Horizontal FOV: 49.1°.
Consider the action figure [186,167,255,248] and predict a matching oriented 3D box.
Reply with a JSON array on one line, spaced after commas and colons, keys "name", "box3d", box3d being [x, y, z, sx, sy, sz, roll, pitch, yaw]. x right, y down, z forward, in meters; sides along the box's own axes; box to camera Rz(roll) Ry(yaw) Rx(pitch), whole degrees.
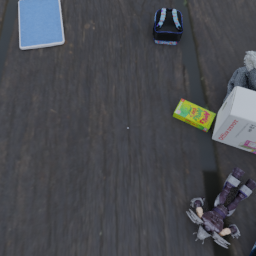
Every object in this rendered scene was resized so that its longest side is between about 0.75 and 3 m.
[{"name": "action figure", "box3d": [2.612, 2.230, 7.729, 1.505, 0.802, 2.313, 42, 75, 10]}]

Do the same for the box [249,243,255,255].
[{"name": "box", "box3d": [4.294, 3.537, 7.192, 1.985, 0.548, 2.906, 34, 69, 15]}]

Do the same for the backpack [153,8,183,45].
[{"name": "backpack", "box3d": [1.497, -3.873, 10.565, 1.117, 0.823, 1.224, 3, 65, 1]}]

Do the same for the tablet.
[{"name": "tablet", "box3d": [-3.453, -4.222, 11.094, 1.696, 0.178, 2.607, -9, 66, -5]}]

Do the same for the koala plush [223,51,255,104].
[{"name": "koala plush", "box3d": [4.166, -1.582, 8.765, 1.863, 2.101, 1.930, 10, 64, 6]}]

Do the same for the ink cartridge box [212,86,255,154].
[{"name": "ink cartridge box", "box3d": [3.953, -0.028, 8.191, 2.488, 1.798, 1.053, 20, 66, 9]}]

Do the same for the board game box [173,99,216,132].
[{"name": "board game box", "box3d": [2.176, -0.425, 9.220, 1.222, 0.291, 0.621, 26, 67, 12]}]
